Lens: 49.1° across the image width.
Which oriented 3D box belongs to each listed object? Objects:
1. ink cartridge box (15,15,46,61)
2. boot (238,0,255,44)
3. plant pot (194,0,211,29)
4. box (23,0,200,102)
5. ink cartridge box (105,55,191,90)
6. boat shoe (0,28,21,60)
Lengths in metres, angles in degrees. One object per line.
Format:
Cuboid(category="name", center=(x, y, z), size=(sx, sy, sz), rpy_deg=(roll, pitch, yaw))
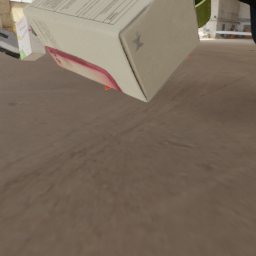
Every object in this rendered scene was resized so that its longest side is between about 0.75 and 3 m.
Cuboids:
Cuboid(category="ink cartridge box", center=(-2.184, -2.095, 6.208), size=(0.356, 1.058, 0.620), rpy_deg=(-9, 1, -42))
Cuboid(category="boot", center=(3.538, -3.460, 7.951), size=(1.938, 2.307, 0.881), rpy_deg=(-4, -1, -42))
Cuboid(category="plant pot", center=(2.263, -4.368, 9.839), size=(1.704, 1.704, 1.618), rpy_deg=(11, -10, 27))
Cuboid(category="box", center=(-0.301, -1.801, 4.964), size=(2.565, 1.398, 1.640), rpy_deg=(28, 69, 37))
Cuboid(category="ink cartridge box", center=(0.303, -2.337, 7.482), size=(2.256, 0.697, 2.782), rpy_deg=(-18, 35, 15))
Cuboid(category="boat shoe", center=(-3.614, -2.412, 7.515), size=(1.942, 0.550, 0.666), rpy_deg=(24, 55, -15))
